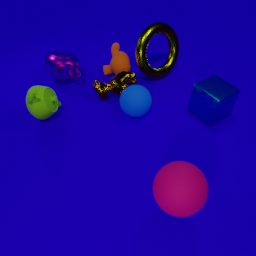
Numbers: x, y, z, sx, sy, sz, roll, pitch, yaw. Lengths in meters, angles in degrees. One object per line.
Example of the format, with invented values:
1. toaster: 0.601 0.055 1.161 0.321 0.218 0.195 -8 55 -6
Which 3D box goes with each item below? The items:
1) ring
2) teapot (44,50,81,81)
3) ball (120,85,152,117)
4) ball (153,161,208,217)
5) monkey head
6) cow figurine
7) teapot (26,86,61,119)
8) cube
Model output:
1. ring: 1.088 -2.764 10.065 1.975 1.975 0.395 -30 34 -25
2. teapot: -2.433 -2.242 10.204 2.077 1.017 1.292 28 34 32
3. ball: 0.243 -0.862 8.903 1.012 1.012 1.012 0 46 0
4. ball: 1.143 1.328 6.142 1.193 1.193 1.193 0 46 0
5. monkey head: -0.441 -2.273 10.267 1.077 0.902 1.497 -10 88 7
6. cow figurine: -0.485 -1.497 9.577 1.287 0.718 1.308 21 64 25
7. teapot: -2.613 -0.832 8.669 0.839 1.715 1.066 -11 83 17
8. cube: 2.681 -0.884 8.846 1.031 1.031 1.031 -26 52 -27
